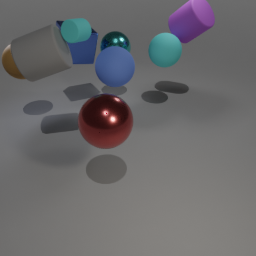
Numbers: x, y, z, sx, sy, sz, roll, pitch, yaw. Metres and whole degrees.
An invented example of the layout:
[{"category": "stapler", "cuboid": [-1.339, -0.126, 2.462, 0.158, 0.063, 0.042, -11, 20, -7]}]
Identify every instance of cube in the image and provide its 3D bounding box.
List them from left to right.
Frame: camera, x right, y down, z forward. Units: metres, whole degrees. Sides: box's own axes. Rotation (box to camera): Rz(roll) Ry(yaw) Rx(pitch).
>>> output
[{"category": "cube", "cuboid": [-2.284, -3.698, 12.150, 1.400, 1.400, 1.400, -8, 41, -30]}]

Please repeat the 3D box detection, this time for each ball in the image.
[{"category": "ball", "cuboid": [-4.121, -2.593, 10.839, 1.400, 1.400, 1.400, 0, 32, 0]}, {"category": "ball", "cuboid": [-0.562, -0.170, 7.089, 1.400, 1.400, 1.400, 0, 32, 0]}, {"category": "ball", "cuboid": [-0.456, -2.144, 9.836, 1.400, 1.400, 1.400, 0, 32, 0]}, {"category": "ball", "cuboid": [-0.570, -3.647, 12.682, 1.400, 1.400, 1.400, 0, 32, 0]}, {"category": "ball", "cuboid": [1.556, -3.259, 11.770, 1.400, 1.400, 1.400, 0, 32, 0]}]

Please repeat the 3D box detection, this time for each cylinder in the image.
[{"category": "cylinder", "cuboid": [-2.669, -2.334, 8.797, 1.400, 1.400, 1.400, -18, 31, 7]}, {"category": "cylinder", "cuboid": [-1.635, -3.084, 8.860, 0.700, 0.700, 0.700, 15, 28, 22]}, {"category": "cylinder", "cuboid": [2.670, -4.533, 11.832, 1.400, 1.400, 1.400, -30, 4, -39]}]
